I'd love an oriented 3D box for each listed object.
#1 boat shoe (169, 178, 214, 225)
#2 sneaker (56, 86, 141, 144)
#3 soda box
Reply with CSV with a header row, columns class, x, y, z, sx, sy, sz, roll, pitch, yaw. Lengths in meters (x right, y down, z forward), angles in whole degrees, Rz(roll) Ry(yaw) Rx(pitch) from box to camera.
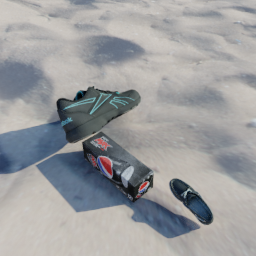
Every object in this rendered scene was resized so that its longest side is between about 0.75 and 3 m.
class,x,y,z,sx,sy,sz,roll,pitch,yaw
boat shoe,1.207,1.346,5.329,0.413,0.329,1.092,-42,65,-13
sneaker,-0.619,-0.620,6.994,1.022,1.075,2.711,-27,5,41
soda box,-0.260,0.795,6.119,0.615,0.550,1.737,-31,48,-32
